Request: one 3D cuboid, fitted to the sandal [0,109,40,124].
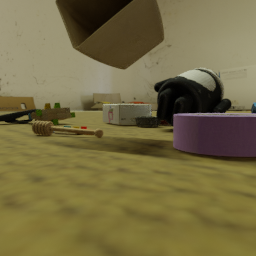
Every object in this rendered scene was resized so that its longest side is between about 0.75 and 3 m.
[{"bbox_3d":[-4.962,-0.391,12.285,2.617,0.560,0.995,-17,8,-43],"label":"sandal"}]

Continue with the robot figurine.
[{"bbox_3d":[2.101,-1.047,9.425,2.793,2.098,1.743,-29,-4,-42],"label":"robot figurine"}]

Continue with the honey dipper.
[{"bbox_3d":[-1.511,0.052,7.080,1.963,0.373,0.373,4,6,19],"label":"honey dipper"}]

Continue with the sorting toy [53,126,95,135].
[{"bbox_3d":[-1.480,0.040,7.888,1.575,0.214,0.887,3,5,29],"label":"sorting toy"}]

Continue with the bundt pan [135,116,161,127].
[{"bbox_3d":[0.752,-0.234,10.421,1.011,0.379,1.011,1,5,0],"label":"bundt pan"}]

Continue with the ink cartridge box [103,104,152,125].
[{"bbox_3d":[-0.077,-0.600,11.995,1.462,0.856,2.023,-2,6,-24],"label":"ink cartridge box"}]

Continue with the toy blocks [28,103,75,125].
[{"bbox_3d":[-3.355,-0.506,11.932,1.231,0.900,1.801,-12,-2,43],"label":"toy blocks"}]

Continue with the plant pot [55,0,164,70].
[{"bbox_3d":[-0.262,-2.749,7.081,2.075,2.078,1.839,-34,-33,16],"label":"plant pot"}]

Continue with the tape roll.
[{"bbox_3d":[1.780,0.055,5.034,1.907,0.626,1.907,0,5,0],"label":"tape roll"}]

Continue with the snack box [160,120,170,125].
[{"bbox_3d":[2.413,-0.253,10.728,2.913,0.354,1.047,3,5,36],"label":"snack box"}]

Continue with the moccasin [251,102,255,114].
[{"bbox_3d":[5.004,-0.437,10.154,1.038,0.880,2.580,10,9,22],"label":"moccasin"}]
